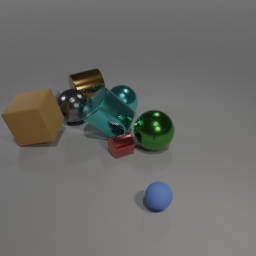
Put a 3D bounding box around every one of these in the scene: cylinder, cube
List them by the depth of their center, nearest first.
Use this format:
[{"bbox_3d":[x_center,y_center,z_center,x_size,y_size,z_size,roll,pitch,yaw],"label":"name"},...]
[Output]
[{"bbox_3d":[-0.227,0.564,9.484,0.700,0.700,0.700,-14,31,-25],"label":"cylinder"},{"bbox_3d":[-3.322,-0.390,10.014,1.400,1.400,1.400,-9,35,11],"label":"cube"},{"bbox_3d":[-0.718,-0.523,10.246,1.400,1.400,1.400,37,16,-26],"label":"cylinder"},{"bbox_3d":[-1.952,-2.007,13.362,1.400,1.400,1.400,-18,33,-18],"label":"cylinder"}]

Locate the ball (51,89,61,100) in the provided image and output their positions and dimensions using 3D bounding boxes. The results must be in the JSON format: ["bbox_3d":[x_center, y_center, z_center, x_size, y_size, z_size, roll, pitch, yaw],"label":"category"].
[{"bbox_3d":[-3.173,-1.304,11.875,0.700,0.700,0.700,0,28,0],"label":"ball"}]

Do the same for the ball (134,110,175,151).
[{"bbox_3d":[0.895,0.078,9.631,1.400,1.400,1.400,0,28,0],"label":"ball"}]

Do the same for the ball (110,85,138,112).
[{"bbox_3d":[-0.271,-1.122,11.892,1.400,1.400,1.400,0,28,0],"label":"ball"}]

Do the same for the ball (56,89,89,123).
[{"bbox_3d":[-2.248,-0.906,11.475,1.400,1.400,1.400,0,28,0],"label":"ball"}]

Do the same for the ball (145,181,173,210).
[{"bbox_3d":[0.790,1.723,7.158,0.700,0.700,0.700,0,28,0],"label":"ball"}]
